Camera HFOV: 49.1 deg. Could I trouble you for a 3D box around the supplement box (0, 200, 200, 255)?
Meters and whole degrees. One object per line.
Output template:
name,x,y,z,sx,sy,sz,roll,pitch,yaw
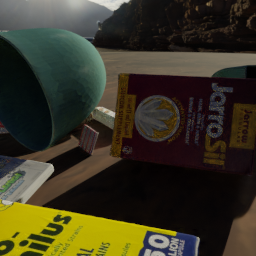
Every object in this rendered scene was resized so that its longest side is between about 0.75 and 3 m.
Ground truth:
supplement box,-0.795,1.559,2.168,2.488,1.363,1.354,5,19,16

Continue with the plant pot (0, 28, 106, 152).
plant pot,-1.920,-1.186,7.030,2.810,2.810,2.255,15,36,37

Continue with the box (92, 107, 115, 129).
box,-0.562,-0.287,9.113,0.395,0.423,2.039,-4,17,-33

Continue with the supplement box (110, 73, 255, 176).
supplement box,1.187,-0.098,5.936,2.760,1.806,1.424,5,-1,19

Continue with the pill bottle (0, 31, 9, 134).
pill bottle,-3.835,-1.422,8.574,1.591,2.925,1.591,-1,19,0

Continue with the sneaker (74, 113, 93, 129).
sneaker,-2.059,-0.685,9.538,1.119,1.044,2.963,-5,28,-21

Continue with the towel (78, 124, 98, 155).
towel,-1.013,0.288,7.204,0.122,0.596,0.814,10,10,-36

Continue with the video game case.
video game case,-2.483,1.091,4.887,1.641,0.214,1.803,7,31,19

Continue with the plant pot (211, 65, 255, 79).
plant pot,4.184,-1.310,10.143,1.886,1.885,2.668,-5,12,-14
